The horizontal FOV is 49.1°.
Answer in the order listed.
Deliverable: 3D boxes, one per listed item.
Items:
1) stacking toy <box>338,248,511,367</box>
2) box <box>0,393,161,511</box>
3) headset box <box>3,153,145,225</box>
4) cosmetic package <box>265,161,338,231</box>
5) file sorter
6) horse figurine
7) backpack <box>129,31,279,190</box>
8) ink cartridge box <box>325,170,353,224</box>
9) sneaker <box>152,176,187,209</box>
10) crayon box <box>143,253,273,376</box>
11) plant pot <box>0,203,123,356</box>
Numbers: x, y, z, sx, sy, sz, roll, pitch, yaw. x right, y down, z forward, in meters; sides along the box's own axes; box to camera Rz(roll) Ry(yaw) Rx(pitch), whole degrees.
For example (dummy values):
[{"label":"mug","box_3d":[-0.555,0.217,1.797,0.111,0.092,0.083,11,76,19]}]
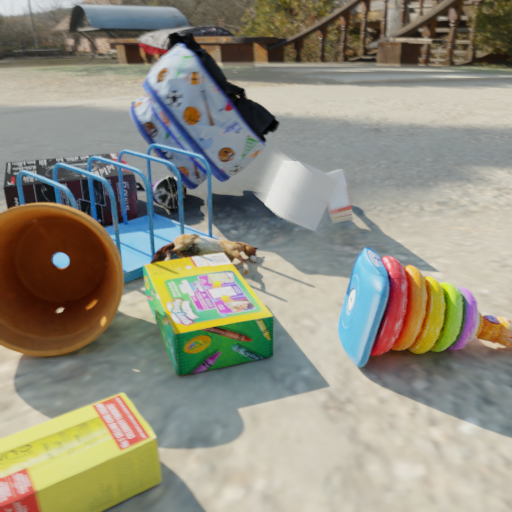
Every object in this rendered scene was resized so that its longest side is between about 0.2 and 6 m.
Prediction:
[{"label":"stacking toy","box_3d":[2.456,0.830,7.561,2.460,1.350,1.428,12,21,-3]},{"label":"box","box_3d":[-2.154,2.118,5.099,2.424,0.607,0.912,-15,28,-30]},{"label":"headset box","box_3d":[-4.001,-1.483,12.548,2.908,1.123,2.164,-8,25,-20]},{"label":"cosmetic package","box_3d":[0.655,-0.994,8.856,0.686,0.870,1.616,23,9,-10]},{"label":"file sorter","box_3d":[-2.499,-0.828,10.238,2.069,1.829,2.982,21,32,39]},{"label":"horse figurine","box_3d":[-0.915,-0.001,9.912,2.005,0.500,1.329,3,30,-5]},{"label":"backpack","box_3d":[-1.287,-3.165,12.750,2.728,3.541,3.373,-46,18,2]},{"label":"ink cartridge box","box_3d":[1.637,-1.133,11.278,0.452,0.780,1.339,-14,-13,9]},{"label":"sneaker","box_3d":[-2.185,-1.478,13.285,0.774,0.748,1.855,-12,11,9]},{"label":"crayon box","box_3d":[-0.771,0.739,8.127,1.345,0.660,2.265,-8,25,-18]},{"label":"plant pot","box_3d":[-2.888,0.204,7.919,2.046,2.046,1.432,-4,12,-9]}]
